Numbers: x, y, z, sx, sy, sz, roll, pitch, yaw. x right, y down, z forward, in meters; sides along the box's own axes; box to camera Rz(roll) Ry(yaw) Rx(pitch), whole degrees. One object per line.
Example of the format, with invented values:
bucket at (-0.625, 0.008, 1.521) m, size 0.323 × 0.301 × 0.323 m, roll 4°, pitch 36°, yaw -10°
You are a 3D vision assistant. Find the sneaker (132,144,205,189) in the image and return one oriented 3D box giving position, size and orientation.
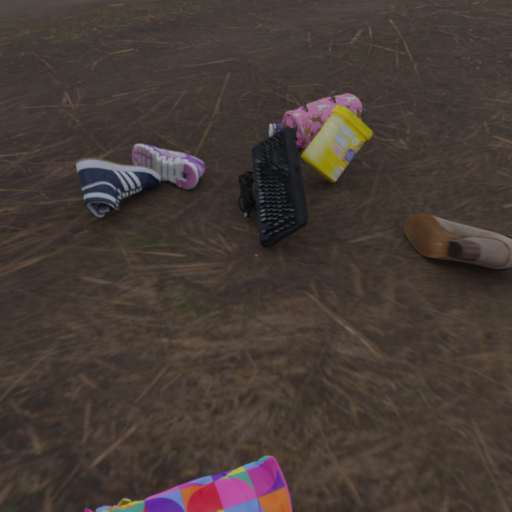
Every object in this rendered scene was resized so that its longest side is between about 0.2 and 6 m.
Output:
sneaker at (-2.169, -2.337, 14.196) m, size 2.083 × 0.838 × 0.921 m, roll 21°, pitch 35°, yaw 20°

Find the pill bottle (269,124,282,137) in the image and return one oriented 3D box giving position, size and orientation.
pill bottle at (0.753, -3.587, 16.079) m, size 0.731 × 0.406 × 0.406 m, roll -4°, pitch 37°, yaw -5°

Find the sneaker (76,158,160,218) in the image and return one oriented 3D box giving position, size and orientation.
sneaker at (-3.129, -1.498, 13.072) m, size 0.775 × 1.200 × 2.213 m, roll -20°, pitch -15°, yaw 39°

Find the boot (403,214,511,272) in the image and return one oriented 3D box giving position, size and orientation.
boot at (4.369, -0.284, 11.498) m, size 1.721 × 0.827 × 2.355 m, roll 1°, pitch 21°, yaw -20°

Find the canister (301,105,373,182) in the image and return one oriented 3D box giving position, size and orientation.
canister at (1.955, -2.720, 13.724) m, size 1.141 × 1.536 × 0.665 m, roll 34°, pitch 6°, yaw -28°

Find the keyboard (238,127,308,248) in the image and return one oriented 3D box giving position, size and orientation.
keyboard at (0.183, -1.600, 12.470) m, size 1.715 × 0.653 × 3.296 m, roll -33°, pitch 40°, yaw 27°

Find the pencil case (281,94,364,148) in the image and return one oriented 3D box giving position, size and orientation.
pencil case at (1.877, -3.819, 15.859) m, size 2.484 × 1.028 × 1.074 m, roll -23°, pitch 53°, yaw -28°

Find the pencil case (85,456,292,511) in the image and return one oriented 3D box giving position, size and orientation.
pencil case at (-0.781, 3.180, 6.721) m, size 2.436 × 1.077 × 1.077 m, roll -9°, pitch 38°, yaw -14°
